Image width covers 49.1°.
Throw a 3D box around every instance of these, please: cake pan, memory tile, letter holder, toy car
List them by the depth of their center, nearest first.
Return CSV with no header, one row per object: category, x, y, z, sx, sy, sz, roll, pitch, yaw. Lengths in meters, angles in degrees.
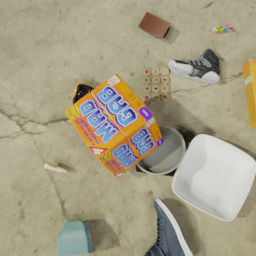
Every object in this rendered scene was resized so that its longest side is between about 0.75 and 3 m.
cake pan,1.230,0.884,10.928,2.057,0.377,2.057,-8,62,16
toy car,-1.336,-1.567,12.001,2.159,1.059,0.719,-6,35,-17
memory tile,1.207,-1.884,12.135,1.202,0.132,1.569,0,80,0
letter holder,1.125,-4.371,12.338,1.198,0.602,0.851,29,83,5

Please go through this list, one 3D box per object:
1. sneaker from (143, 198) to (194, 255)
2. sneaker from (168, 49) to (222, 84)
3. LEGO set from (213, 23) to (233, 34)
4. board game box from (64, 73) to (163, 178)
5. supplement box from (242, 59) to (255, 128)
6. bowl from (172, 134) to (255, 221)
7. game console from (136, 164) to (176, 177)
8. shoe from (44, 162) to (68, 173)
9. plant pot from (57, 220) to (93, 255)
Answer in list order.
sneaker,1.095,4.236,10.604,1.964,1.033,2.718,-24,82,-7
sneaker,2.908,-2.775,11.954,2.270,0.857,1.292,17,80,-3
LEGO set,4.162,-4.456,12.501,0.852,0.325,0.350,-9,77,5
board game box,-0.418,-0.019,10.319,2.318,2.320,2.317,-37,61,-4
supplement box,5.495,-1.431,11.660,0.936,0.967,2.812,-2,79,0
bowl,3.274,1.879,11.024,2.767,1.034,2.771,28,82,4
game console,1.212,1.177,11.528,1.648,0.256,1.458,8,78,2
shoe,-2.885,1.645,11.240,0.986,0.345,0.263,22,75,-7
plant pot,-1.979,4.160,10.611,1.163,1.166,1.188,-4,68,0
